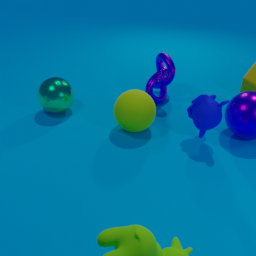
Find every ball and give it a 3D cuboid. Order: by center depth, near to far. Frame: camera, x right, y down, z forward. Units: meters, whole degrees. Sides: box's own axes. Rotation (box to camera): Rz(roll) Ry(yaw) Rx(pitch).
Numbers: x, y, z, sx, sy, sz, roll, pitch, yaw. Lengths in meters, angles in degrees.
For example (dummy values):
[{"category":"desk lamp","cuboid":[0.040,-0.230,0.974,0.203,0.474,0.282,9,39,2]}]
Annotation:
[{"category":"ball","cuboid":[2.885,-0.305,6.611,1.148,1.148,1.148,0,35,0]},{"category":"ball","cuboid":[0.167,-0.421,6.862,1.034,1.034,1.034,0,35,0]},{"category":"ball","cuboid":[-1.953,-0.889,7.618,0.990,0.990,0.990,0,35,0]}]

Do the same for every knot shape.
[{"category":"knot shape","cuboid":[0.976,-1.484,8.187,0.661,1.431,1.339,20,23,3]}]

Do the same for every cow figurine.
[{"category":"cow figurine","cuboid":[0.309,1.693,3.662,1.247,1.267,0.696,-13,37,-5]}]

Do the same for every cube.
[{"category":"cube","cuboid":[3.785,-1.280,7.659,0.950,0.950,0.950,37,86,22]}]

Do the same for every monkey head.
[{"category":"monkey head","cuboid":[1.860,-0.378,6.404,0.905,1.259,0.758,-25,62,-34]}]
